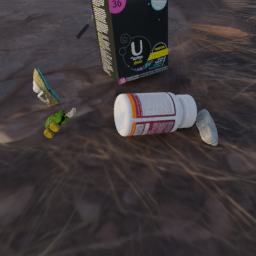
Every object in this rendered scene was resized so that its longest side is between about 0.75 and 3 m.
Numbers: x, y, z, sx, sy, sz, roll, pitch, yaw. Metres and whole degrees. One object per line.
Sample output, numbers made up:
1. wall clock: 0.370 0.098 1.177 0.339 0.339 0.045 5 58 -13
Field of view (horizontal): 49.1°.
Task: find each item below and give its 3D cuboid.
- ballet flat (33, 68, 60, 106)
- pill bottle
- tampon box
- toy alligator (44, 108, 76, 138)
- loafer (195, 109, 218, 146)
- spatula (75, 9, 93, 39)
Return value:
1. ballet flat: -2.533 -1.139 8.381 0.529 1.497 0.529 -6 60 10
2. pill bottle: 0.741 -0.401 7.606 2.041 1.118 1.118 -4 39 -20
3. tampon box: 0.100 -3.318 9.733 2.084 2.781 1.755 -20 37 -18
4. toy alligator: -1.726 -0.205 6.858 0.364 1.514 0.502 37 47 -16
5. loafer: 2.203 -0.025 7.801 0.470 0.469 1.345 -36 28 30
6. spatula: -1.677 -4.677 12.304 0.548 1.939 0.199 41 10 8
